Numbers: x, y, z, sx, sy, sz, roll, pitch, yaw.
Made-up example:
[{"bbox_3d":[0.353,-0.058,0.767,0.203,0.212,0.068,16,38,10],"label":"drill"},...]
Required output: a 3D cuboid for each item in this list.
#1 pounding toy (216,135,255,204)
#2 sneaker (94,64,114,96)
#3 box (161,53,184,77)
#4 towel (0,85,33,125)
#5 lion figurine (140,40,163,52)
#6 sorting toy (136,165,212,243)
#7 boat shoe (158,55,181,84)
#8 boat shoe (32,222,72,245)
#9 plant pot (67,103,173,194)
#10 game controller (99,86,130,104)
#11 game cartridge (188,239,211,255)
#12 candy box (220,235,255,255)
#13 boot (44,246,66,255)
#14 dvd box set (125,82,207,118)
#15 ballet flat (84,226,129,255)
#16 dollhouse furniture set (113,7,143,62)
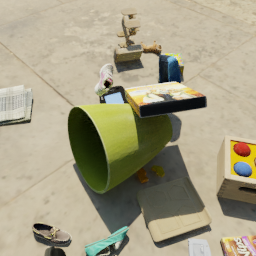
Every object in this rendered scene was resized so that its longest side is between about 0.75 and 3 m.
[{"bbox_3d":[4.208,1.159,9.105,2.247,1.598,2.069,10,49,9],"label":"pounding toy"},{"bbox_3d":[-0.751,-1.786,10.303,0.572,0.527,1.297,-1,69,47],"label":"sneaker"},{"bbox_3d":[2.128,-3.087,13.671,1.038,0.657,1.077,1,48,1],"label":"box"},{"bbox_3d":[-5.178,-0.986,11.924,2.194,0.379,2.113,-8,48,-8],"label":"towel"},{"bbox_3d":[1.194,-4.291,15.002,1.311,0.475,0.803,-8,54,12],"label":"lion figurine"},{"bbox_3d":[1.271,2.232,9.026,1.873,0.337,2.514,-16,49,-9],"label":"sorting toy"},{"bbox_3d":[1.596,-1.884,10.936,0.955,2.269,0.779,-29,49,-26],"label":"boat shoe"},{"bbox_3d":[-2.240,3.065,8.184,1.215,0.362,0.436,14,49,12],"label":"boat shoe"},{"bbox_3d":[-0.064,0.326,9.399,2.999,2.806,2.806,-17,48,-30],"label":"plant pot"},{"bbox_3d":[-0.528,-0.969,11.843,1.181,0.477,2.264,-10,47,-9],"label":"game controller"},{"bbox_3d":[2.012,3.591,7.839,0.614,0.186,0.921,2,47,6],"label":"game cartridge"},{"bbox_3d":[3.318,3.448,7.841,1.265,0.357,0.738,-4,48,-1],"label":"candy box"},{"bbox_3d":[-0.984,3.832,7.082,1.749,0.880,2.339,-24,62,-12],"label":"boot"},{"bbox_3d":[1.025,-0.961,8.715,1.921,0.386,2.626,-8,19,-6],"label":"dvd box set"},{"bbox_3d":[-0.537,3.308,7.976,1.381,0.465,0.486,-20,75,-17],"label":"ballet flat"},{"bbox_3d":[-0.202,-4.594,14.291,1.389,1.961,2.134,-11,78,-12],"label":"dollhouse furniture set"}]
